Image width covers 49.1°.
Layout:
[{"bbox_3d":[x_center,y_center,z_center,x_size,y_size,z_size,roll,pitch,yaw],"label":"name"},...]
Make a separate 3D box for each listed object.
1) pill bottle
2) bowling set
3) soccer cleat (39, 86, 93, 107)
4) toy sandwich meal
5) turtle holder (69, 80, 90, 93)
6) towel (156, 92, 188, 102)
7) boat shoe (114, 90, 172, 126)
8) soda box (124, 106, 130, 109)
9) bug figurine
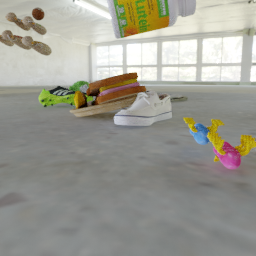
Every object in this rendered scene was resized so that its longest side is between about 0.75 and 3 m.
[{"bbox_3d":[0.645,-3.464,7.988,2.381,1.322,1.322,-13,10,2],"label":"pill bottle"},{"bbox_3d":[-2.904,-2.819,7.669,1.857,1.292,0.997,14,1,21],"label":"bowling set"},{"bbox_3d":[-2.765,-1.475,12.577,2.429,0.820,0.984,-1,51,-1],"label":"soccer cleat"},{"bbox_3d":[-0.717,-1.119,9.445,2.940,1.007,2.940,-12,8,2],"label":"toy sandwich meal"},{"bbox_3d":[-2.463,-1.770,14.580,1.140,1.500,1.065,33,12,0],"label":"turtle holder"},{"bbox_3d":[1.675,-1.802,16.030,2.635,0.455,2.537,-8,13,-40],"label":"towel"},{"bbox_3d":[0.544,-0.655,8.373,0.984,0.969,2.775,8,13,36],"label":"boat shoe"},{"bbox_3d":[-0.421,-1.216,12.297,1.816,0.643,0.575,10,12,42],"label":"soda box"},{"bbox_3d":[1.996,0.264,4.618,2.143,0.551,1.662,5,17,5],"label":"bug figurine"}]
